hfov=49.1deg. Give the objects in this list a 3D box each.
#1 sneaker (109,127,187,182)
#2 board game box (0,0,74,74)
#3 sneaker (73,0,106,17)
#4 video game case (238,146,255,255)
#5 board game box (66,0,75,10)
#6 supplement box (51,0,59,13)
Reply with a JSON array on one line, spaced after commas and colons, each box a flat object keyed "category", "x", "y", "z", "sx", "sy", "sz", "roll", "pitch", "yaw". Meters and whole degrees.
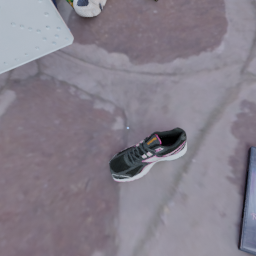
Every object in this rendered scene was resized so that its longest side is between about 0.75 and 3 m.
[{"category": "sneaker", "x": 0.467, "y": 0.485, "z": 6.551, "sx": 2.056, "sy": 0.888, "sz": 0.826, "roll": -26, "pitch": 61, "yaw": -14}, {"category": "board game box", "x": -2.731, "y": -2.141, "z": 5.037, "sx": 2.608, "sy": 2.608, "sz": 0.337, "roll": -19, "pitch": 54, "yaw": 10}, {"category": "sneaker", "x": -1.639, "y": -4.878, "z": 9.615, "sx": 1.806, "sy": 1.108, "sz": 2.775, "roll": 17, "pitch": 61, "yaw": 11}, {"category": "video game case", "x": 3.489, "y": 1.712, "z": 6.211, "sx": 1.763, "sy": 0.234, "sz": 2.468, "roll": 15, "pitch": 60, "yaw": 9}, {"category": "board game box", "x": -2.409, "y": -5.278, "z": 9.799, "sx": 0.269, "sy": 1.201, "sz": 2.292, "roll": -31, "pitch": 64, "yaw": -16}, {"category": "supplement box", "x": -3.400, "y": -4.095, "z": 9.000, "sx": 1.987, "sy": 1.335, "sz": 1.989, "roll": -17, "pitch": 61, "yaw": -10}]
